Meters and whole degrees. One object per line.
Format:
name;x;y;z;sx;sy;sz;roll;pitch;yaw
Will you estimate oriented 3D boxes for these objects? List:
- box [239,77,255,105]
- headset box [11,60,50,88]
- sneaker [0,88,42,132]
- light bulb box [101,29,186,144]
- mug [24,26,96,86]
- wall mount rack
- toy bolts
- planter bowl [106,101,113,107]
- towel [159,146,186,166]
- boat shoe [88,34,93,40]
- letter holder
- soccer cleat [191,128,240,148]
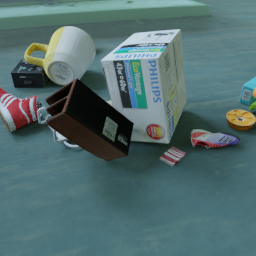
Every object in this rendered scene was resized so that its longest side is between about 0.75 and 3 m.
box;5.450;-1.698;11.868;0.477;0.799;1.941;30;45;35
headset box;-4.468;-2.536;13.093;1.437;0.766;1.651;0;35;-1
sneaker;-4.175;-0.921;10.624;1.467;0.929;2.608;-23;48;-23
light bulb box;0.757;-1.482;9.537;1.835;2.914;2.940;3;33;24
mug;-3.038;-3.069;13.010;2.795;2.239;2.295;-14;40;20
wall mount rack;-1.923;-0.326;9.839;2.045;0.878;2.354;-18;39;-33
toy bolts;4.777;-0.674;9.614;2.176;1.580;2.278;-15;39;-15
planter bowl;-0.593;-0.684;10.294;0.546;0.811;0.811;13;35;-1
towel;1.406;0.871;8.790;0.546;0.086;0.758;26;42;33
boat shoe;-3.185;-4.827;16.217;0.993;0.973;2.789;23;44;23
letter holder;-1.287;-0.035;8.275;1.689;2.377;1.195;-21;45;38
soccer cleat;2.839;0.434;9.151;1.591;0.543;0.582;9;64;-1
